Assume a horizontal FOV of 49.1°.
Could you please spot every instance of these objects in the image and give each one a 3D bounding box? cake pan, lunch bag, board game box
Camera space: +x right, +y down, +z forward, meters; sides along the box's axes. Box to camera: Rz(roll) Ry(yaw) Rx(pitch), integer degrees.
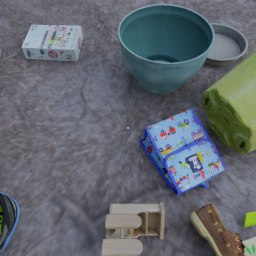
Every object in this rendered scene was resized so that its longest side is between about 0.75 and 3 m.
[{"bbox_3d":[3.203,-3.017,10.125,2.097,0.385,2.097,0,55,0],"label":"cake pan"},{"bbox_3d":[1.453,0.716,7.281,1.481,0.925,1.967,-23,69,-19],"label":"lunch bag"},{"bbox_3d":[-2.655,-3.066,10.044,1.837,0.590,1.355,3,55,3],"label":"board game box"}]

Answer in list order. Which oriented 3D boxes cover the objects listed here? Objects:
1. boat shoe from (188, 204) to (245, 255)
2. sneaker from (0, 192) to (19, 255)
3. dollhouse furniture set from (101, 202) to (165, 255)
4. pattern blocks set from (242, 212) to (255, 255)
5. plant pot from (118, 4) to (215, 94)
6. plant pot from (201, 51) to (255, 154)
[{"bbox_3d":[2.070,2.421,5.776,0.664,0.708,1.966,-38,51,2],"label":"boat shoe"},{"bbox_3d":[-2.965,2.610,5.603,1.000,1.169,2.822,-1,54,1],"label":"sneaker"},{"bbox_3d":[0.188,2.387,5.539,1.188,1.677,1.826,-1,24,1],"label":"dollhouse furniture set"},{"bbox_3d":[3.078,2.822,6.022,2.312,0.187,2.032,-4,57,0],"label":"pattern blocks set"},{"bbox_3d":[1.068,-2.238,8.682,2.731,1.830,2.731,0,55,0],"label":"plant pot"},{"bbox_3d":[3.558,-0.770,7.297,2.680,2.915,2.915,-31,59,-7],"label":"plant pot"}]
